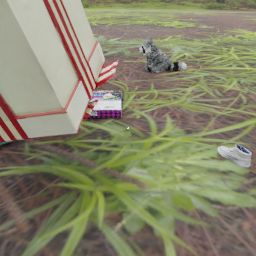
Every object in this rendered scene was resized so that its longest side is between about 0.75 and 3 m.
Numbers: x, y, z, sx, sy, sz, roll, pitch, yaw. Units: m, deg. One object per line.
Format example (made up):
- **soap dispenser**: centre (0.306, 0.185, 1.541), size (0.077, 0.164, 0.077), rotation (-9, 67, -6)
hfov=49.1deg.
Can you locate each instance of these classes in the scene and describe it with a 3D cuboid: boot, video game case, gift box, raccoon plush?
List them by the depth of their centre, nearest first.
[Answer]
- **gift box**: centre (-1.802, -1.365, 4.945), size (2.596, 2.627, 2.814), rotation (-3, 41, 20)
- **boot**: centre (2.615, 0.566, 6.860), size (0.347, 0.450, 0.942), rotation (-17, 32, -29)
- **video game case**: centre (-1.175, -0.850, 9.646), size (1.945, 0.348, 1.763), rotation (-1, 28, -1)
- **raccoon plush**: centre (1.680, -3.632, 13.619), size (2.328, 1.560, 1.126), rotation (-6, 28, -11)

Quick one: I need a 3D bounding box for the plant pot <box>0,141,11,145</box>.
- **plant pot**: centre (-3.862, -0.205, 7.691), size (1.160, 1.161, 1.643), rotation (-21, 42, -34)
